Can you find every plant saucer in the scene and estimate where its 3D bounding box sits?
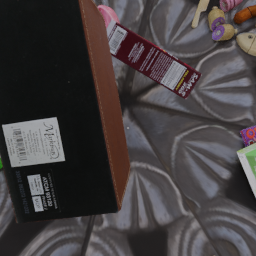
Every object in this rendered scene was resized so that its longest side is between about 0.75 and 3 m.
[{"bbox_3d":[-0.415,-2.392,6.289,0.198,0.780,0.780,-35,82,-15],"label":"plant saucer"}]

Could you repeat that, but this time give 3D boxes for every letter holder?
[{"bbox_3d":[-0.903,-0.367,4.281,1.408,1.990,2.800,-9,99,8],"label":"letter holder"}]

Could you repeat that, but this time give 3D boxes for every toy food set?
[{"bbox_3d":[3.203,-3.013,7.764,2.599,0.409,1.652,19,81,3],"label":"toy food set"}]

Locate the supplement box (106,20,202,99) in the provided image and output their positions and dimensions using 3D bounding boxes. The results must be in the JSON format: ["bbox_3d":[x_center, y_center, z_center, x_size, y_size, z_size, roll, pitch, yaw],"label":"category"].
[{"bbox_3d":[0.430,-1.355,5.545,1.921,1.045,0.585,30,106,-5],"label":"supplement box"}]

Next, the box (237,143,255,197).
[{"bbox_3d":[4.353,0.963,6.921,2.757,0.501,1.990,-23,90,-4],"label":"box"}]

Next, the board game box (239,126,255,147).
[{"bbox_3d":[3.897,0.281,7.325,1.664,0.269,0.999,-18,77,-3],"label":"board game box"}]

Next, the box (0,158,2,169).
[{"bbox_3d":[-3.554,0.256,7.030,1.712,0.828,1.511,-39,85,-5],"label":"box"}]
